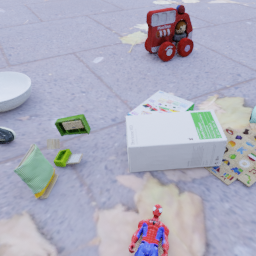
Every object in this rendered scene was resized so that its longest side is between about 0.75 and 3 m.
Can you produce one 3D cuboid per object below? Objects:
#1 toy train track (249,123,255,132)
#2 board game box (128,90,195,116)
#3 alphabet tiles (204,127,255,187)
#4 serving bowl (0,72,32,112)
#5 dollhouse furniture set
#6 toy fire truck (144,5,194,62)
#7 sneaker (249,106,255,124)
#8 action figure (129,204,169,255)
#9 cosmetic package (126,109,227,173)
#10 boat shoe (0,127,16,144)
[{"bbox_3d":[4.805,0.253,9.636,1.764,0.287,1.012,-5,44,4],"label":"toy train track"},{"bbox_3d":[1.274,-0.583,10.639,1.654,0.436,2.162,26,45,29],"label":"board game box"},{"bbox_3d":[3.501,0.822,8.921,2.410,0.076,2.005,-30,46,-23],"label":"alphabet tiles"},{"bbox_3d":[-5.118,-1.358,11.327,2.490,0.819,2.490,-1,38,0],"label":"serving bowl"},{"bbox_3d":[-1.976,0.726,8.122,1.012,1.310,2.620,-6,37,20],"label":"dollhouse furniture set"},{"bbox_3d":[2.249,-5.072,14.732,2.948,2.475,1.653,-20,42,-24],"label":"toy fire truck"},{"bbox_3d":[5.633,-0.646,10.497,1.540,0.856,2.201,24,53,25],"label":"sneaker"},{"bbox_3d":[0.439,2.798,6.193,0.880,0.696,2.691,7,36,13],"label":"action figure"},{"bbox_3d":[1.369,0.395,8.690,2.817,1.195,1.516,-4,42,-2],"label":"cosmetic package"},{"bbox_3d":[-4.698,0.225,9.471,1.670,0.624,0.554,15,27,4],"label":"boat shoe"}]
